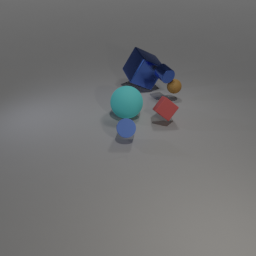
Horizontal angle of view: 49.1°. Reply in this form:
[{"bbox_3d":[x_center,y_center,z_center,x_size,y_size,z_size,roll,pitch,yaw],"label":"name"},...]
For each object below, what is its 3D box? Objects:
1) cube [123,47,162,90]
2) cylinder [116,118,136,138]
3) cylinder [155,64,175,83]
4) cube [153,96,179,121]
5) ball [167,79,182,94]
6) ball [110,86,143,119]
[{"bbox_3d":[0.789,-3.076,14.513,1.400,1.400,1.400,14,34,-33],"label":"cube"},{"bbox_3d":[-0.055,0.003,10.358,0.700,0.700,0.700,1,0,2],"label":"cylinder"},{"bbox_3d":[1.718,-2.549,13.089,0.700,0.700,0.700,-14,42,-23],"label":"cylinder"},{"bbox_3d":[1.536,-0.808,11.509,0.700,0.700,0.700,36,6,-11],"label":"cube"},{"bbox_3d":[2.226,-2.006,13.486,0.700,0.700,0.700,0,30,0],"label":"ball"},{"bbox_3d":[-0.058,-1.098,11.997,1.400,1.400,1.400,0,30,0],"label":"ball"}]
